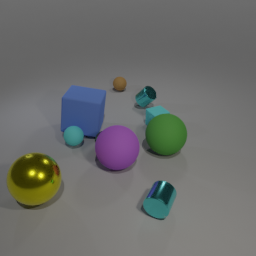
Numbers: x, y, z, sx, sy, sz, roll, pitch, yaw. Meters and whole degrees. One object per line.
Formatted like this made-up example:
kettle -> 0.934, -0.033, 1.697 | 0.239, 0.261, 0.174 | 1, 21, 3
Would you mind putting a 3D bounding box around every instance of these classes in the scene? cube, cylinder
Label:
cube -> -1.669, -0.666, 10.649 | 1.400, 1.400, 1.400 | 9, 27, 0
cube -> 1.164, -0.389, 11.135 | 0.700, 0.700, 0.700 | -15, 34, -23
cylinder -> 0.837, 1.852, 7.291 | 0.700, 0.700, 0.700 | 13, 35, 21
cylinder -> 0.794, -1.387, 12.349 | 0.700, 0.700, 0.700 | 20, 54, -29

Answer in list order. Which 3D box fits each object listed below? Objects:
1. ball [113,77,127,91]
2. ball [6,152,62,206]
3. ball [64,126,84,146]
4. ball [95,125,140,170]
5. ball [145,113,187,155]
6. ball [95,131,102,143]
ball -> -0.414, -2.240, 14.131 | 0.700, 0.700, 0.700 | 0, 31, 0
ball -> -2.495, 1.352, 7.498 | 1.400, 1.400, 1.400 | 0, 31, 0
ball -> -1.916, 0.276, 9.880 | 0.700, 0.700, 0.700 | 0, 31, 0
ball -> -0.334, 0.610, 8.802 | 1.400, 1.400, 1.400 | 0, 31, 0
ball -> 1.284, 0.211, 9.446 | 1.400, 1.400, 1.400 | 0, 31, 0
ball -> -0.810, 0.438, 9.761 | 0.700, 0.700, 0.700 | 0, 31, 0
